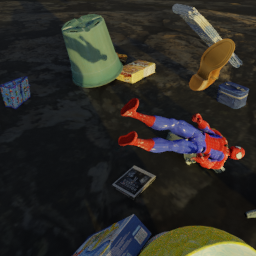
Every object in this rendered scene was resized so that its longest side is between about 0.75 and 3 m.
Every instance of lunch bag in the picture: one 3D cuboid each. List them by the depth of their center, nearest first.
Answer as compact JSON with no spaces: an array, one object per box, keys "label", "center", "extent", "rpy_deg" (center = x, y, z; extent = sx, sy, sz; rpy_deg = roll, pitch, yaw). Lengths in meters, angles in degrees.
[{"label":"lunch bag","center":[-4.599,-1.544,11.775],"extent":[0.605,0.969,1.287],"rpy_deg":[14,36,19]},{"label":"lunch bag","center":[4.369,-1.472,11.791],"extent":[0.850,0.828,1.251],"rpy_deg":[-25,41,-33]}]

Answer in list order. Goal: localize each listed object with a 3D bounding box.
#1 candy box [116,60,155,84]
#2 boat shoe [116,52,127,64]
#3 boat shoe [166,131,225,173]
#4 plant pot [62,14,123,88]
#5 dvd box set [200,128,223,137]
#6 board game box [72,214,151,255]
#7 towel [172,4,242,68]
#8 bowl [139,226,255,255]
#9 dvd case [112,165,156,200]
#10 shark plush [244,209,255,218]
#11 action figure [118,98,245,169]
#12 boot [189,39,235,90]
[{"label":"candy box","center":[0.386,-2.899,14.233],"extent":[1.104,0.529,1.913],"rpy_deg":[23,41,33]},{"label":"boat shoe","center":[-0.684,-4.035,15.901],"extent":[1.353,0.460,0.487],"rpy_deg":[18,-3,12]},{"label":"boat shoe","center":[1.995,0.806,8.688],"extent":[0.665,0.784,2.152],"rpy_deg":[-52,54,3]},{"label":"plant pot","center":[-1.762,-3.693,13.114],"extent":[2.601,2.547,2.601],"rpy_deg":[-9,41,8]},{"label":"dvd box set","center":[2.740,0.317,9.692],"extent":[0.977,0.144,0.715],"rpy_deg":[-11,35,-16]},{"label":"board game box","center":[-1.004,2.741,4.492],"extent":[0.492,1.932,2.854],"rpy_deg":[49,45,2]},{"label":"towel","center":[2.775,-3.316,10.021],"extent":[2.792,0.332,2.051],"rpy_deg":[36,16,-26]},{"label":"bowl","center":[0.863,2.480,4.590],"extent":[2.379,2.379,1.280],"rpy_deg":[-12,21,-17]},{"label":"dvd case","center":[0.175,1.510,7.885],"extent":[0.783,0.129,1.041],"rpy_deg":[23,39,31]},{"label":"shark plush","center":[3.627,1.827,6.799],"extent":[1.880,0.783,0.854],"rpy_deg":[-2,33,-3]},{"label":"action figure","center":[1.199,0.234,5.222],"extent":[2.837,0.733,0.928],"rpy_deg":[16,63,-32]},{"label":"boot","center":[1.399,-0.990,4.445],"extent":[0.359,0.936,0.727],"rpy_deg":[40,33,19]}]
